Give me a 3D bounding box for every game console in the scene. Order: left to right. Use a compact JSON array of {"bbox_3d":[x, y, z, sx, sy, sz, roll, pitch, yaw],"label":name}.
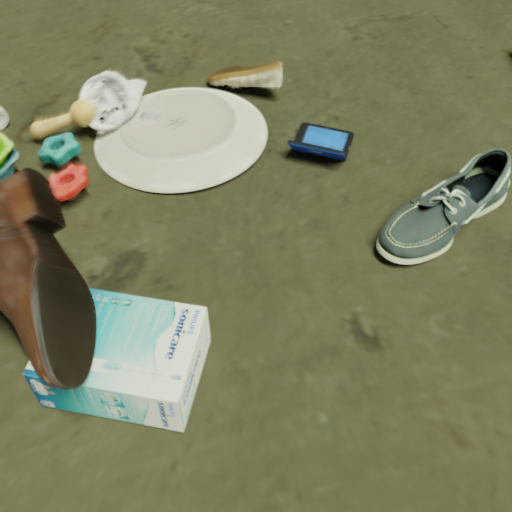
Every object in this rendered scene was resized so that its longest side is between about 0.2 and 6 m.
[{"bbox_3d":[1.193,-2.150,10.235,1.059,0.904,0.626,14,93,13],"label":"game console"}]

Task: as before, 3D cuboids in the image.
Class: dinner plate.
[{"bbox_3d":[-1.434,-2.401,10.604,3.295,0.399,3.295,-2,47,2],"label":"dinner plate"}]

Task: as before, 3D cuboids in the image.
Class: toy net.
[{"bbox_3d":[-3.355,-2.216,9.903,2.160,0.795,4.117,26,59,29],"label":"toy net"}]

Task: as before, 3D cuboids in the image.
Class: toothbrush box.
[{"bbox_3d":[-1.665,1.266,7.099,1.913,0.816,1.400,7,48,7],"label":"toothbrush box"}]

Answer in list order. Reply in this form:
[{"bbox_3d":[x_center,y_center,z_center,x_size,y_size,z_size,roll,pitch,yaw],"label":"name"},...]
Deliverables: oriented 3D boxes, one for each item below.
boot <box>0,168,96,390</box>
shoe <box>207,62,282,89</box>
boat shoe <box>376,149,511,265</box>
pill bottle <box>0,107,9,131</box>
[{"bbox_3d":[-3.757,0.819,6.990,3.287,1.056,3.064,-27,61,10],"label":"boot"},{"bbox_3d":[-0.248,-3.649,11.574,1.764,0.471,0.617,4,34,31],"label":"shoe"},{"bbox_3d":[3.040,-0.864,8.937,2.880,0.890,1.049,-30,55,-24],"label":"boat shoe"},{"bbox_3d":[-5.233,-2.820,10.935,0.496,0.496,0.829,-31,55,-24],"label":"pill bottle"}]
